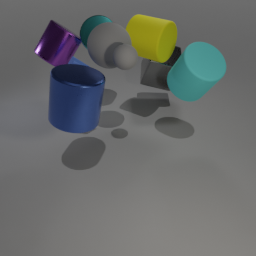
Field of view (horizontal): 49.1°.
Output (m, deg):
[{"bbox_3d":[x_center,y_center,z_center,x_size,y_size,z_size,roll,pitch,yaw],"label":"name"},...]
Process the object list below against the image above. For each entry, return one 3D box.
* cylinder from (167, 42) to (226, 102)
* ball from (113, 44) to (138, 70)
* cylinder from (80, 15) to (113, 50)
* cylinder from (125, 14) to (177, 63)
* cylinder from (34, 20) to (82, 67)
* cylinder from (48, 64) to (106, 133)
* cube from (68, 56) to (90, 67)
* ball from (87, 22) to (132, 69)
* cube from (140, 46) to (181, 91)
[{"bbox_3d":[2.147,-1.759,8.953,1.400,1.400,1.400,6,67,-14],"label":"cylinder"},{"bbox_3d":[-0.072,-1.963,7.779,0.700,0.700,0.700,0,31,0],"label":"ball"},{"bbox_3d":[-1.082,-3.552,11.178,1.400,1.400,1.400,3,0,4],"label":"cylinder"},{"bbox_3d":[0.808,-3.171,9.921,1.400,1.400,1.400,24,38,28],"label":"cylinder"},{"bbox_3d":[-2.757,-3.277,11.102,1.400,1.400,1.400,32,13,-9],"label":"cylinder"},{"bbox_3d":[-1.385,-0.803,7.487,1.400,1.400,1.400,9,31,-6],"label":"cylinder"},{"bbox_3d":[-1.629,-1.755,8.967,0.700,0.700,0.700,29,15,-25],"label":"cube"},{"bbox_3d":[-0.581,-2.585,8.822,1.400,1.400,1.400,0,31,0],"label":"ball"},{"bbox_3d":[1.407,-2.684,12.096,1.400,1.400,1.400,12,53,-10],"label":"cube"}]
